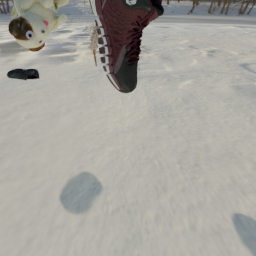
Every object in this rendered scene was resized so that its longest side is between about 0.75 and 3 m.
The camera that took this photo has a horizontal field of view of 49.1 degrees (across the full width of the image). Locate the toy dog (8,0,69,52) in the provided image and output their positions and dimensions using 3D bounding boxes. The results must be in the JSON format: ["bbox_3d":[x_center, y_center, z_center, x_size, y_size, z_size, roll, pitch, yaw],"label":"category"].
[{"bbox_3d":[-1.816,-2.161,5.324,1.301,0.936,1.342,-7,65,12],"label":"toy dog"}]

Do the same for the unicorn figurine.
[{"bbox_3d":[-0.792,-3.170,8.914,0.858,2.323,1.596,38,-1,-23],"label":"unicorn figurine"}]

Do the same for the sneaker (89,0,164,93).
[{"bbox_3d":[0.156,-2.281,6.920,1.698,2.940,1.112,0,28,31],"label":"sneaker"}]

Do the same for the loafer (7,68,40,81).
[{"bbox_3d":[-3.295,-1.676,8.875,1.004,0.341,0.352,-12,64,-39],"label":"loafer"}]
